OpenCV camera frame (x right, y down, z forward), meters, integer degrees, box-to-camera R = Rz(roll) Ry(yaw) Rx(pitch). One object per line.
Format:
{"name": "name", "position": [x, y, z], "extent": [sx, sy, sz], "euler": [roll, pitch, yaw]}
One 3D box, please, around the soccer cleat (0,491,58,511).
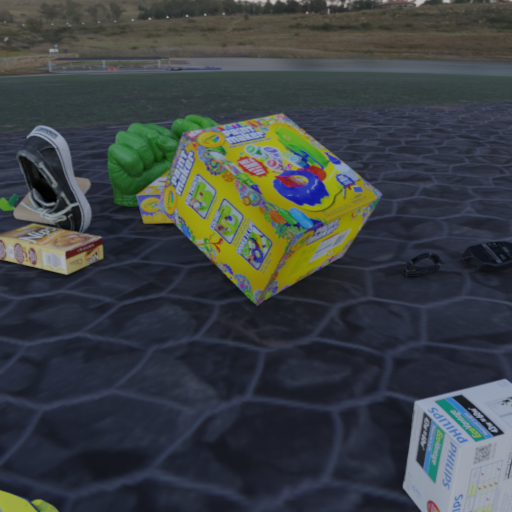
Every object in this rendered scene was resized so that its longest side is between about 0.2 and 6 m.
{"name": "soccer cleat", "position": [-1.781, 2.390, 4.663], "extent": [2.160, 0.698, 0.904], "euler": [12, 12, 19]}

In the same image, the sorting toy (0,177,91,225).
{"name": "sorting toy", "position": [-4.982, -1.330, 13.031], "extent": [1.931, 0.284, 1.427], "euler": [8, 51, 11]}

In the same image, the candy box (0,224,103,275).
{"name": "candy box", "position": [-3.961, -0.159, 10.715], "extent": [1.770, 0.489, 1.021], "euler": [11, 21, 22]}

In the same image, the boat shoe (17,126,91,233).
{"name": "boat shoe", "position": [-3.923, -1.157, 10.807], "extent": [1.013, 2.743, 0.937], "euler": [20, 55, 5]}

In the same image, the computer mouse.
{"name": "computer mouse", "position": [3.791, 0.164, 10.321], "extent": [2.323, 0.395, 0.681], "euler": [-8, 39, -6]}

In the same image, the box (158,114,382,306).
{"name": "box", "position": [0.244, -0.968, 9.935], "extent": [2.613, 1.655, 2.713], "euler": [43, 41, 19]}

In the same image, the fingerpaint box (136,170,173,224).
{"name": "fingerpaint box", "position": [-1.390, -1.414, 12.859], "extent": [2.064, 0.757, 1.722], "euler": [0, 28, 21]}

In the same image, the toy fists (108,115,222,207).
{"name": "toy fists", "position": [-2.129, -2.559, 14.527], "extent": [3.758, 1.916, 1.292], "euler": [-21, 30, -39]}

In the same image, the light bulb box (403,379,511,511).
{"name": "light bulb box", "position": [2.073, 1.884, 5.294], "extent": [1.092, 1.083, 0.682], "euler": [-7, 23, -19]}
